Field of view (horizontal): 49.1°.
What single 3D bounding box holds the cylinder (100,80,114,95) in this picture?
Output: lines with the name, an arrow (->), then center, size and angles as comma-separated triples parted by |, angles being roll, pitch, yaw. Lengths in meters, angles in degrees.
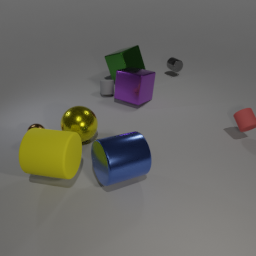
cylinder -> -1.058, -2.072, 14.211 | 0.700, 0.700, 0.700 | -1, 13, 0

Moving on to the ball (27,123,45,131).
ball -> -3.507, 0.173, 10.738 | 0.700, 0.700, 0.700 | 0, 32, 0

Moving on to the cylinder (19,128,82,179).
cylinder -> -2.275, 0.753, 8.402 | 1.400, 1.400, 1.400 | 6, 32, 11

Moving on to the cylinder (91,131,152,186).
cylinder -> -0.227, 0.905, 8.510 | 1.400, 1.400, 1.400 | -11, 33, -26

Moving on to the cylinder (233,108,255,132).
cylinder -> 4.450, -0.300, 10.569 | 0.700, 0.700, 0.700 | -10, 68, -16

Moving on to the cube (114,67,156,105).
cube -> 0.330, -2.055, 13.453 | 1.400, 1.400, 1.400 | 19, 26, 27

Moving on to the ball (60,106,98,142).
ball -> -1.843, -0.144, 10.609 | 1.400, 1.400, 1.400 | 0, 32, 0

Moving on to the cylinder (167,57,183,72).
cylinder -> 2.720, -3.682, 16.277 | 0.700, 0.700, 0.700 | -15, 34, -23

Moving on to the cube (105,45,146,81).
cube -> -0.148, -3.502, 15.132 | 1.400, 1.400, 1.400 | 4, 30, 47
